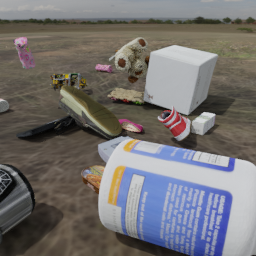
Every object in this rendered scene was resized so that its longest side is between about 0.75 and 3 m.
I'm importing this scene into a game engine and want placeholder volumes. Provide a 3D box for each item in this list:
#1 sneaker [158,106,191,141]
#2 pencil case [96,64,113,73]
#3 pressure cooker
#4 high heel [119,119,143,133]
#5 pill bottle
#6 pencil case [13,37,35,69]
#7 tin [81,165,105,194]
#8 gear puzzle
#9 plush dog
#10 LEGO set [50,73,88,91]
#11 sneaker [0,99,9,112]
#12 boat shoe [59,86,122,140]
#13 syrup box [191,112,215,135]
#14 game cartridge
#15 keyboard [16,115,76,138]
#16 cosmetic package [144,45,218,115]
[{"bbox_3d":[1.313,-0.244,7.938,0.555,0.876,1.558,-40,6,16],"label":"sneaker"},{"bbox_3d":[-1.397,-3.482,16.339,1.013,0.419,0.438,14,-14,30],"label":"pencil case"},{"bbox_3d":[-2.239,1.265,4.432,1.071,1.088,1.218,-14,11,37],"label":"pressure cooker"},{"bbox_3d":[0.003,-0.040,8.429,0.910,0.306,0.436,17,15,6],"label":"high heel"},{"bbox_3d":[1.058,1.119,4.190,2.697,1.512,1.512,11,25,21],"label":"pill bottle"},{"bbox_3d":[-3.414,-2.462,9.265,0.463,1.059,0.463,0,52,0],"label":"pencil case"},{"bbox_3d":[-0.550,1.099,5.900,0.584,0.218,1.043,-23,32,-35],"label":"tin"},{"bbox_3d":[0.325,-1.169,11.094,2.101,0.275,1.088,11,29,14],"label":"gear puzzle"},{"bbox_3d":[0.171,-2.352,10.172,1.495,1.284,1.200,-49,28,-14],"label":"plush dog"},{"bbox_3d":[-2.563,-1.776,12.145,1.595,0.924,1.226,2,-6,-4],"label":"LEGO set"},{"bbox_3d":[-5.047,-0.754,9.770,0.788,0.567,1.508,23,27,40],"label":"sneaker"},{"bbox_3d":[-1.204,-0.373,8.450,2.469,0.812,0.882,39,30,23],"label":"boat shoe"},{"bbox_3d":[2.312,-0.148,8.558,0.375,0.388,0.952,16,28,33],"label":"syrup box"},{"bbox_3d":[0.049,0.677,6.766,1.085,0.338,1.629,-22,32,-34],"label":"game cartridge"},{"bbox_3d":[-2.144,-0.036,8.532,1.161,0.442,2.231,-11,12,43],"label":"keyboard"},{"bbox_3d":[1.966,-1.877,10.445,1.847,1.858,2.220,22,32,24],"label":"cosmetic package"}]
